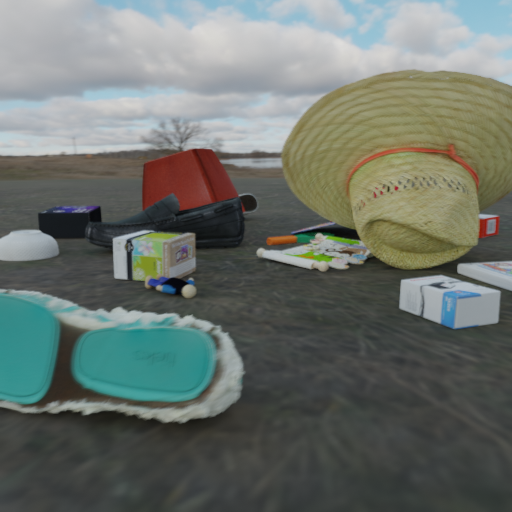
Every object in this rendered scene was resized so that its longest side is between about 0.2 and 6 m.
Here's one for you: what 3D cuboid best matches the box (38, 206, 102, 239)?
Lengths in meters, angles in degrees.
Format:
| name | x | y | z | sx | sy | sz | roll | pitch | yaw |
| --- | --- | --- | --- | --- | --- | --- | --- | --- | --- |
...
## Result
| name | x | y | z | sx | sy | sz | roll | pitch | yaw |
| --- | --- | --- | --- | --- | --- | --- | --- | --- | --- |
| box | -4.654 | -0.866 | 14.140 | 1.221 | 0.682 | 1.729 | -4 | 11 | -6 |

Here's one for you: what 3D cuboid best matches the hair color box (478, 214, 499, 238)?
| name | x | y | z | sx | sy | sz | roll | pitch | yaw |
| --- | --- | --- | --- | --- | --- | --- | --- | --- | --- |
| hair color box | 5.174 | -0.819 | 14.264 | 0.845 | 0.510 | 1.665 | -10 | 15 | -41 |

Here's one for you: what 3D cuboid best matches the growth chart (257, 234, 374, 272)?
| name | x | y | z | sx | sy | sz | roll | pitch | yaw |
| --- | --- | --- | --- | --- | --- | --- | --- | --- | --- |
| growth chart | 1.348 | -0.080 | 11.001 | 1.934 | 0.237 | 2.672 | 9 | 14 | 36 |

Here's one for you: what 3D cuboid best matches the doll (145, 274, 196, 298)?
| name | x | y | z | sx | sy | sz | roll | pitch | yaw |
| --- | --- | --- | --- | --- | --- | --- | --- | --- | --- |
| doll | -1.187 | 0.427 | 8.095 | 0.653 | 0.232 | 0.957 | -10 | 14 | -40 |

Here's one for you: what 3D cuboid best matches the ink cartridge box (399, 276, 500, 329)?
| name | x | y | z | sx | sy | sz | roll | pitch | yaw |
| --- | --- | --- | --- | --- | --- | --- | --- | --- | --- |
| ink cartridge box | 2.356 | 0.547 | 6.890 | 0.709 | 0.409 | 0.977 | -5 | 11 | -25 |

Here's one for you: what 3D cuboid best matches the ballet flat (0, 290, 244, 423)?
| name | x | y | z | sx | sy | sz | roll | pitch | yaw |
| --- | --- | --- | --- | --- | --- | --- | --- | --- | --- |
| ballet flat | -1.336 | 0.869 | 4.500 | 2.695 | 0.967 | 0.967 | 7 | 12 | 20 |

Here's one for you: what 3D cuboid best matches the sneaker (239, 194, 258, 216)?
| name | x | y | z | sx | sy | sz | roll | pitch | yaw |
| --- | --- | --- | --- | --- | --- | --- | --- | --- | --- |
| sneaker | -1.188 | -1.355 | 16.963 | 2.414 | 0.879 | 1.022 | -5 | -8 | -32 |

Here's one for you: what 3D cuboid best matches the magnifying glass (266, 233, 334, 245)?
| name | x | y | z | sx | sy | sz | roll | pitch | yaw |
| --- | --- | --- | --- | --- | --- | --- | --- | --- | --- |
| magnifying glass | 1.034 | -0.384 | 12.876 | 1.727 | 0.193 | 0.687 | -4 | 11 | -29 |

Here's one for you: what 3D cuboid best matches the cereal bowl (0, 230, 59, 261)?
| name | x | y | z | sx | sy | sz | roll | pitch | yaw |
| --- | --- | --- | --- | --- | --- | --- | --- | --- | --- |
| cereal bowl | -4.541 | -0.232 | 11.074 | 1.181 | 0.492 | 1.181 | 0 | 11 | 0 |

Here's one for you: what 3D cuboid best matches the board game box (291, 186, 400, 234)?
| name | x | y | z | sx | sy | sz | roll | pitch | yaw |
| --- | --- | --- | --- | --- | --- | --- | --- | --- | --- |
| board game box | 2.600 | -1.327 | 13.621 | 3.835 | 0.747 | 3.030 | -12 | 3 | 41 |

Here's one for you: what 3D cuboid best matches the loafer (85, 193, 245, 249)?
| name | x | y | z | sx | sy | sz | roll | pitch | yaw |
| --- | --- | --- | --- | --- | --- | --- | --- | --- | --- |
| loafer | -1.872 | -0.730 | 11.828 | 3.372 | 1.184 | 1.145 | -4 | 11 | -19 |

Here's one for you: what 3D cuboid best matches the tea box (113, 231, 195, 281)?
| name | x | y | z | sx | sy | sz | roll | pitch | yaw |
| --- | --- | --- | --- | --- | --- | --- | --- | --- | --- |
| tea box | -1.643 | -0.007 | 9.211 | 1.010 | 0.686 | 1.027 | 3 | 11 | 17 |

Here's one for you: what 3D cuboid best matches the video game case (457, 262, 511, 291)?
| name | x | y | z | sx | sy | sz | roll | pitch | yaw |
| --- | --- | --- | --- | --- | --- | --- | --- | --- | --- |
| video game case | 4.287 | 0.317 | 8.807 | 1.487 | 0.193 | 1.633 | -3 | 10 | -14 |

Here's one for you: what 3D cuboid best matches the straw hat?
| name | x | y | z | sx | sy | sz | roll | pitch | yaw |
| --- | --- | --- | --- | --- | --- | --- | --- | --- | --- |
| straw hat | 2.728 | -0.860 | 9.722 | 4.655 | 1.970 | 4.655 | 0 | -33 | 0 |

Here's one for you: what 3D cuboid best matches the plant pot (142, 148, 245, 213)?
| name | x | y | z | sx | sy | sz | roll | pitch | yaw |
| --- | --- | --- | --- | --- | --- | --- | --- | --- | --- |
| plant pot | -1.681 | -1.607 | 13.786 | 2.036 | 1.796 | 2.038 | -13 | 7 | 16 |
